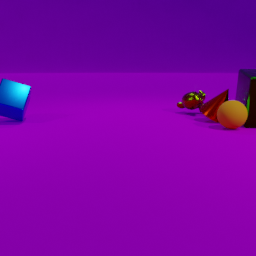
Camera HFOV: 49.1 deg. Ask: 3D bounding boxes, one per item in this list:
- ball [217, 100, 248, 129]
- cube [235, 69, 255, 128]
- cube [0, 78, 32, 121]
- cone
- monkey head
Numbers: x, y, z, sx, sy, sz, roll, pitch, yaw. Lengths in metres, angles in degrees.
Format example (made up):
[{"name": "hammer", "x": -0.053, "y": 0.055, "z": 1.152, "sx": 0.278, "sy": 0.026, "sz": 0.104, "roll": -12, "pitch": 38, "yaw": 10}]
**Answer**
[{"name": "ball", "x": 2.604, "y": -0.336, "z": 7.012, "sx": 0.715, "sy": 0.715, "sz": 0.715, "roll": 0, "pitch": 12, "yaw": 0}, {"name": "cube", "x": 3.700, "y": -0.819, "z": 7.455, "sx": 1.313, "sy": 1.313, "sz": 1.313, "roll": 2, "pitch": 21, "yaw": 8}, {"name": "cube", "x": -3.198, "y": -0.764, "z": 7.774, "sx": 0.783, "sy": 0.783, "sz": 0.783, "roll": 16, "pitch": -27, "yaw": -16}, {"name": "cone", "x": 2.612, "y": -0.749, "z": 7.864, "sx": 0.861, "sy": 0.864, "sz": 0.861, "roll": 12, "pitch": 38, "yaw": -10}, {"name": "monkey head", "x": 2.218, "y": -0.804, "z": 9.300, "sx": 0.728, "sy": 0.869, "sz": 1.208, "roll": -32, "pitch": 12, "yaw": -27}]
